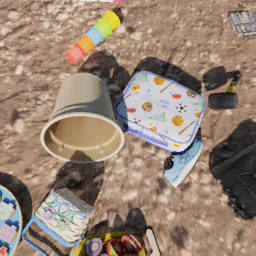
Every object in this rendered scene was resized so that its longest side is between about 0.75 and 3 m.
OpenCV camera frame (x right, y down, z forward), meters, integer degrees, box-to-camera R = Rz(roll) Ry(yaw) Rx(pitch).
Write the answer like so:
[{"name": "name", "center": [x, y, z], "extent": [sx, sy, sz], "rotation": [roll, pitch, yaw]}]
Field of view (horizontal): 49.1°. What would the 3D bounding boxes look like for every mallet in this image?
[{"name": "mallet", "center": [3.077, -1.134, 8.087], "extent": [0.752, 0.470, 2.283], "rotation": [6, 32, 40]}]

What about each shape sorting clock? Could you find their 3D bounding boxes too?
[{"name": "shape sorting clock", "center": [-3.793, 2.503, 6.669], "extent": [2.540, 0.498, 2.540], "rotation": [0, 62, 0]}]

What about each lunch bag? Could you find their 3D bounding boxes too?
[{"name": "lunch bag", "center": [0.840, -0.439, 7.992], "extent": [2.442, 0.923, 1.957], "rotation": [24, 67, 11]}]

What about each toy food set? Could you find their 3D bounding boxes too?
[{"name": "toy food set", "center": [-0.278, 2.972, 6.293], "extent": [2.206, 0.721, 1.298], "rotation": [-9, 63, -5]}]

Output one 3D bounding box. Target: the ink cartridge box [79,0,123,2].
[{"name": "ink cartridge box", "center": [-1.026, -5.557, 10.750], "extent": [1.743, 0.735, 1.262], "rotation": [2, 62, 1]}]

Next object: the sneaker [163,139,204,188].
[{"name": "sneaker", "center": [1.487, 0.823, 7.511], "extent": [0.681, 0.593, 1.513], "rotation": [33, 67, 19]}]

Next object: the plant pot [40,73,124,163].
[{"name": "plant pot", "center": [-1.168, -0.392, 7.510], "extent": [2.044, 2.044, 1.871], "rotation": [-3, 52, -2]}]

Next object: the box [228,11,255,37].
[{"name": "box", "center": [4.169, -3.755, 10.086], "extent": [0.811, 0.247, 1.007], "rotation": [-6, 63, -5]}]

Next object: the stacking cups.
[{"name": "stacking cups", "center": [-1.194, -3.074, 9.473], "extent": [0.667, 0.667, 2.203], "rotation": [35, 68, 17]}]

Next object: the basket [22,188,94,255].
[{"name": "basket", "center": [-1.648, 2.279, 6.533], "extent": [1.360, 1.073, 1.542], "rotation": [29, 97, 14]}]

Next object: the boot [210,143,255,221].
[{"name": "boot", "center": [3.203, 1.339, 7.178], "extent": [1.843, 0.682, 1.510], "rotation": [-30, 64, -7]}]
